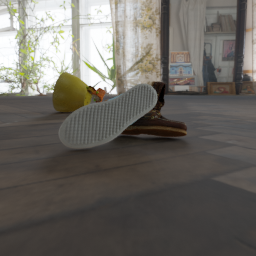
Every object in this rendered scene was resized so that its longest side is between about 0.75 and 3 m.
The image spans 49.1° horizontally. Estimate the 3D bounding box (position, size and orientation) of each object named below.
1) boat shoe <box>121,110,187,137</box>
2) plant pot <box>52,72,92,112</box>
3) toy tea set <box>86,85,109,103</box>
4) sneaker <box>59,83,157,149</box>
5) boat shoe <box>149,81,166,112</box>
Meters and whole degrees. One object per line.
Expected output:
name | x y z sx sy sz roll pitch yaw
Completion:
boat shoe | 0.543 -0.155 6.974 1.863 0.655 0.656 5 -18 18
plant pot | -2.672 -1.682 14.182 1.458 2.054 2.054 14 11 10
toy tea set | -1.190 -1.085 12.040 0.995 0.619 1.673 10 -32 44
sneaker | -0.442 -0.158 6.260 2.434 0.900 0.997 -26 -5 -27
boat shoe | 1.064 -0.946 9.986 0.499 1.419 0.499 14 26 30
